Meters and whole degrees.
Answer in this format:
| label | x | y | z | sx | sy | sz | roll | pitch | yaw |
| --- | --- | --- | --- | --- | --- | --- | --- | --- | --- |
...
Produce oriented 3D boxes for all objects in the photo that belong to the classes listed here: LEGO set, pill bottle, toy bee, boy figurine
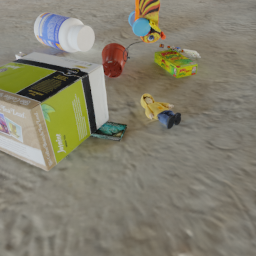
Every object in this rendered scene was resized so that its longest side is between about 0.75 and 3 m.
| label | x | y | z | sx | sy | sz | roll | pitch | yaw |
| --- | --- | --- | --- | --- | --- | --- | --- | --- | --- |
| LEGO set | 2.373 | -3.603 | 12.718 | 1.783 | 0.438 | 1.332 | 17 | 10 | 22 |
| pill bottle | -3.017 | -4.518 | 13.407 | 2.810 | 1.575 | 1.575 | 25 | 43 | 30 |
| toy bee | 0.564 | -2.901 | 7.852 | 1.112 | 2.045 | 1.339 | -2 | 67 | -17 |
| boy figurine | 0.995 | -0.596 | 8.940 | 0.991 | 0.514 | 1.595 | -23 | 44 | -24 |

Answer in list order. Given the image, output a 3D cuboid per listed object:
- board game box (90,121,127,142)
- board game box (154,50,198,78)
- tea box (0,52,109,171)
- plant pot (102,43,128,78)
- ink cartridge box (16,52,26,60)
| label | x | y | z | sx | sy | sz | roll | pitch | yaw |
| --- | --- | --- | --- | --- | --- | --- | --- | --- | --- |
| board game box | -0.625 | 0.060 | 8.328 | 1.050 | 0.148 | 0.710 | 9 | 37 | 13 |
| board game box | 2.000 | -2.793 | 11.985 | 0.967 | 0.453 | 1.903 | -15 | 39 | -19 |
| tea box | -2.442 | -0.663 | 7.761 | 2.755 | 1.841 | 2.710 | 17 | 39 | 28 |
| plant pot | -0.585 | -2.687 | 11.400 | 1.128 | 1.128 | 1.097 | 2 | 44 | 3 |
| ink cartridge box | -4.426 | -2.821 | 11.916 | 1.012 | 0.583 | 0.343 | 28 | 45 | 33 |
